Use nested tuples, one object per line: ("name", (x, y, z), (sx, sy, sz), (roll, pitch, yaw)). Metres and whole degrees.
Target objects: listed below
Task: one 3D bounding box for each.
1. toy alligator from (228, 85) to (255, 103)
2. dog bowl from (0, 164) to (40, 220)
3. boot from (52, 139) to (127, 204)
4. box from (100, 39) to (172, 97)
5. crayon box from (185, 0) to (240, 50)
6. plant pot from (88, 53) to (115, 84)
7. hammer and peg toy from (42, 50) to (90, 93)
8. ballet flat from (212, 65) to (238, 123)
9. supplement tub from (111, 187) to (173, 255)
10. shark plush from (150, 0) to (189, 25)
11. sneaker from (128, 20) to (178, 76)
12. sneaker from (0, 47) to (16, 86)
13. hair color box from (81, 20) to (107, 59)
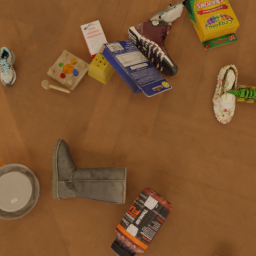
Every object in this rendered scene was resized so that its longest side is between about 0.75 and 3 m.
("toy alligator", (5.195, -1.368, 11.509), (2.178, 0.591, 0.646), (5, 94, -12))
("dog bowl", (-4.331, 2.424, 10.685), (2.047, 0.600, 2.047), (0, 75, 0))
("boot", (-1.421, 1.634, 10.703), (2.767, 1.004, 2.516), (-2, 88, 7))
("box", (0.350, -2.441, 11.663), (1.782, 0.477, 2.942), (-25, 71, -43))
("crayon box", (3.860, -5.027, 12.749), (1.699, 0.680, 2.676), (-18, 75, -5))
("plant pot", (-1.131, -2.625, 11.987), (0.951, 0.839, 0.951), (30, 77, 7))
("hammer and peg toy", (-2.664, -2.240, 11.966), (1.430, 0.686, 1.945), (31, 77, 7))
("ballet flat", (4.098, -1.499, 11.678), (0.973, 0.823, 2.574), (7, 75, -1))
("supplement tub", (0.439, 3.467, 10.026), (1.318, 1.318, 2.465), (34, 77, 9))
("shark plush", (1.945, -5.374, 12.601), (2.004, 0.910, 0.835), (-43, 47, 18))
("sneaker", (1.510, -3.727, 12.181), (1.708, 1.118, 2.956), (-39, 77, -13))
("sneaker", (-5.287, -2.667, 12.042), (0.672, 0.747, 1.731), (-8, 74, -2))
("hair color box", (-1.448, -3.934, 12.535), (0.870, 0.501, 1.568), (-19, 77, -5))
